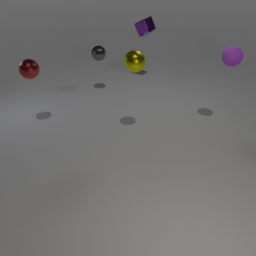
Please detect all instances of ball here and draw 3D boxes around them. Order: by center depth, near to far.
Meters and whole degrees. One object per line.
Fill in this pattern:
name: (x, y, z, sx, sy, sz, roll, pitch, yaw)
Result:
ball: (0.210, -2.127, 8.927, 0.700, 0.700, 0.700, 0, 30, 0)
ball: (3.621, -2.486, 9.713, 0.700, 0.700, 0.700, 0, 30, 0)
ball: (-3.457, -2.060, 9.796, 0.700, 0.700, 0.700, 0, 30, 0)
ball: (-1.393, -3.538, 13.254, 0.700, 0.700, 0.700, 0, 30, 0)

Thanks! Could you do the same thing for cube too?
cube: (0.892, -5.242, 14.463, 0.700, 0.700, 0.700, -4, 29, 45)
